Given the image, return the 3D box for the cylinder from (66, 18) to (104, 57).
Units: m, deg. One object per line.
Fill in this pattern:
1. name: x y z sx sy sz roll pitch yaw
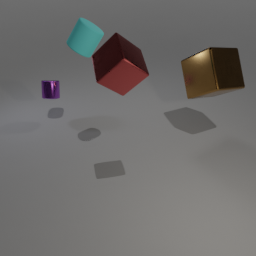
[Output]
1. cylinder: -1.071 -2.254 7.002 0.700 0.700 0.700 30 24 -15

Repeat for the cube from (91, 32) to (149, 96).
1. cube: -0.153 -1.153 5.164 0.700 0.700 0.700 22 44 -43

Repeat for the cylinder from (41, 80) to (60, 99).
1. cylinder: -3.084 -1.541 11.176 0.700 0.700 0.700 1 12 0

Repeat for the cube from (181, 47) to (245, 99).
1. cube: 2.891 -1.854 9.625 1.400 1.400 1.400 -9 -2 -32
